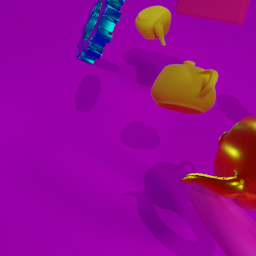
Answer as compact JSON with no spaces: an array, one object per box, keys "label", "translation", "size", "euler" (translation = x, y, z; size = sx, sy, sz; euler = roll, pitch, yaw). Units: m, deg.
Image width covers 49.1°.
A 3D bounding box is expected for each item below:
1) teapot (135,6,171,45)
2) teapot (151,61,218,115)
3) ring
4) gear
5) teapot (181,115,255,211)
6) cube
[{"label":"teapot","translation":[0.805,-3.089,8.471],"size":[1.088,0.857,1.749],"euler":[-20,42,2]},{"label":"teapot","translation":[0.958,-0.727,4.907],"size":[1.101,1.771,0.867],"euler":[13,87,-20]},{"label":"ring","translation":[1.510,1.395,3.860],"size":[0.368,1.838,1.838],"euler":[-45,54,11]},{"label":"gear","translation":[-0.596,-2.143,5.772],"size":[0.306,1.657,1.657],"euler":[20,43,-24]},{"label":"teapot","translation":[1.565,0.396,3.569],"size":[2.015,1.253,0.987],"euler":[-25,44,-31]},{"label":"cube","translation":[1.994,-3.092,6.106],"size":[1.383,1.383,1.383],"euler":[18,24,18]}]
